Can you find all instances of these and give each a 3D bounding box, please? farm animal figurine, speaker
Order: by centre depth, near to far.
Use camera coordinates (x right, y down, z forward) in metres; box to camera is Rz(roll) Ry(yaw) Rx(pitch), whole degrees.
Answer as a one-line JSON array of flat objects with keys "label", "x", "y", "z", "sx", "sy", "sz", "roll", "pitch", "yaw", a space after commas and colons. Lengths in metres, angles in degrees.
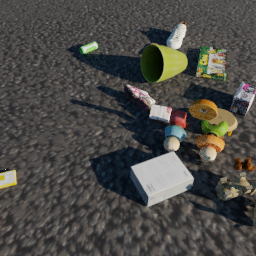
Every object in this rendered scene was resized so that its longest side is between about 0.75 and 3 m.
[{"label": "farm animal figurine", "x": 3.985, "y": 2.071, "z": 8.666, "sx": 2.180, "sy": 1.096, "sz": 1.760, "roll": 37, "pitch": 74, "yaw": 28}, {"label": "speaker", "x": -2.204, "y": -4.493, "z": 15.719, "sx": 1.029, "sy": 0.455, "sz": 0.455, "roll": -32, "pitch": 53, "yaw": -29}]

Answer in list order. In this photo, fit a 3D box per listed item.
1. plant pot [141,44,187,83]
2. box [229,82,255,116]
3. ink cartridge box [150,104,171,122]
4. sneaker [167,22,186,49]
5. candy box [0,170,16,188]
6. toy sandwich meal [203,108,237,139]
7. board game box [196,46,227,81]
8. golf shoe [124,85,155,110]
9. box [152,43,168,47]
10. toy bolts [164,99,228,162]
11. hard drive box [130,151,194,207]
[{"label": "plant pot", "x": 1.899, "y": -3.160, "z": 13.655, "sx": 1.901, "sy": 1.779, "sz": 1.779, "roll": -11, "pitch": 43, "yaw": -32}, {"label": "box", "x": 5.026, "y": -1.279, "z": 12.135, "sx": 0.728, "sy": 0.839, "sz": 1.269, "roll": 23, "pitch": 49, "yaw": 22}, {"label": "ink cartridge box", "x": 1.342, "y": -0.614, "z": 11.620, "sx": 0.802, "sy": 0.340, "sz": 0.584, "roll": 12, "pitch": 89, "yaw": 10}, {"label": "sneaker", "x": 2.845, "y": -5.474, "z": 16.311, "sx": 0.853, "sy": 0.992, "sz": 2.344, "roll": 18, "pitch": 47, "yaw": 9}, {"label": "candy box", "x": -4.371, "y": 1.799, "z": 9.476, "sx": 1.108, "sy": 0.146, "sz": 0.566, "roll": -13, "pitch": 48, "yaw": -12}, {"label": "toy sandwich meal", "x": 3.639, "y": -0.187, "z": 11.290, "sx": 1.564, "sy": 0.536, "sz": 1.564, "roll": 2, "pitch": 42, "yaw": -1}, {"label": "board game box", "x": 4.437, "y": -3.456, "z": 14.763, "sx": 1.458, "sy": 0.326, "sz": 2.783, "roll": 9, "pitch": 45, "yaw": 12}, {"label": "golf shoe", "x": 0.488, "y": -1.428, "z": 12.517, "sx": 0.745, "sy": 0.587, "sz": 1.617, "roll": -31, "pitch": 61, "yaw": -33}, {"label": "box", "x": 1.654, "y": -4.375, "z": 15.808, "sx": 1.043, "sy": 0.136, "sz": 1.276, "roll": 16, "pitch": 46, "yaw": 14}, {"label": "toy bolts", "x": 2.254, "y": 0.155, "z": 10.076, "sx": 2.187, "sy": 2.089, "sz": 1.517, "roll": 5, "pitch": 60, "yaw": 32}, {"label": "hard drive box", "x": 1.094, "y": 1.647, "z": 9.273, "sx": 1.668, "sy": 0.641, "sz": 1.300, "roll": -17, "pitch": 47, "yaw": -17}]
